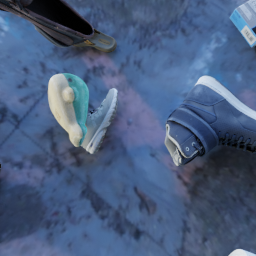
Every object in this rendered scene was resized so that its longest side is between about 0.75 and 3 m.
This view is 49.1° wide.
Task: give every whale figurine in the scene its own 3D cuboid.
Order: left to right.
[{"bbox_3d":[-1.253,-0.472,6.591,0.910,1.396,1.755,-15,66,-27],"label":"whale figurine"}]

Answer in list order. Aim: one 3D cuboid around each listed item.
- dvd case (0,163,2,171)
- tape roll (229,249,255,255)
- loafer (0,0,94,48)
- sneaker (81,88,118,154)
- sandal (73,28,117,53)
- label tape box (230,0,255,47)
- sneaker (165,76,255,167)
[{"bbox_3d":[-4.423,1.643,6.673,2.473,0.306,1.858,5,80,0],"label":"dvd case"},{"bbox_3d":[2.644,3.441,5.726,1.065,1.551,1.551,20,81,4],"label":"tape roll"},{"bbox_3d":[-1.641,-2.319,4.889,0.859,2.726,0.980,7,80,33],"label":"loafer"},{"bbox_3d":[-0.756,-0.253,6.837,0.693,0.632,1.691,25,81,4],"label":"sneaker"},{"bbox_3d":[-1.004,-2.369,7.324,1.454,0.397,0.594,19,81,3],"label":"sandal"},{"bbox_3d":[3.628,-2.972,7.394,1.455,0.481,1.042,-32,81,-4],"label":"label tape box"},{"bbox_3d":[2.201,0.403,6.375,2.921,1.110,2.110,39,72,16],"label":"sneaker"}]
